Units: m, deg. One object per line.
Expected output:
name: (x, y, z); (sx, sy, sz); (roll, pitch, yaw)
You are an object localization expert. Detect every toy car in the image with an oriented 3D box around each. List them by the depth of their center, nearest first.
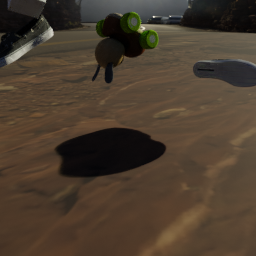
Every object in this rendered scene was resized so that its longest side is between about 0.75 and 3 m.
toy car: (-0.306, -1.879, 7.159); (1.342, 1.700, 1.397); (31, -10, -37)

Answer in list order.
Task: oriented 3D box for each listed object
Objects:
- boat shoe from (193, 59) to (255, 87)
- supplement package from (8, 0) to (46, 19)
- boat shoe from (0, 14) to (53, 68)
boat shoe: (3.431, -2.017, 9.502); (2.425, 0.874, 0.860); (22, 38, 39)
supplement package: (-2.823, -3.606, 7.770); (0.851, 0.646, 0.641); (5, 61, -35)
boat shoe: (-3.361, -2.566, 8.355); (0.844, 0.696, 2.458); (20, 53, 42)
